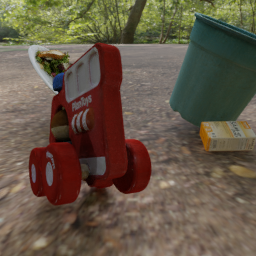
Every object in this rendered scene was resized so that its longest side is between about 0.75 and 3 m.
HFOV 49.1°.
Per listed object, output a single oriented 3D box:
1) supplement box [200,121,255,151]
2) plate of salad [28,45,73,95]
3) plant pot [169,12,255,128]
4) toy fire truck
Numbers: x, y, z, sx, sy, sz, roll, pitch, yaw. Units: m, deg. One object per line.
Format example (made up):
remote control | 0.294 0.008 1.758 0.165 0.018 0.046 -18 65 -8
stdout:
supplement box | 2.217 0.169 6.290 1.048 0.385 0.661 -2 34 0
plate of salad | -1.739 -1.506 8.419 0.666 2.772 2.772 -40 13 16
plant pot | 2.301 -1.324 7.116 2.407 2.357 2.407 17 28 -10
toy fire truck | -0.683 0.014 4.084 1.265 1.894 2.255 -1 -6 -31
